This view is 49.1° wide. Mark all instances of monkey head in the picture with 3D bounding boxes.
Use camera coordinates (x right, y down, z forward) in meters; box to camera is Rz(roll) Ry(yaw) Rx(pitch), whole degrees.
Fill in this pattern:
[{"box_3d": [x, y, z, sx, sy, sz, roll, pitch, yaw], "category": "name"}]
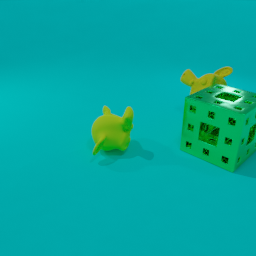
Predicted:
[{"box_3d": [-0.365, -0.040, 6.606, 0.957, 1.143, 1.588, 11, 44, -4], "category": "monkey head"}, {"box_3d": [2.058, -1.109, 7.654, 0.968, 1.606, 1.155, 2, 39, -46], "category": "monkey head"}]

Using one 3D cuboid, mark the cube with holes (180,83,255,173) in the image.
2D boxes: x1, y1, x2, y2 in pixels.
[{"box_3d": [2.208, -0.086, 6.483, 1.360, 1.360, 1.360, 24, 35, 38], "category": "cube with holes"}]
